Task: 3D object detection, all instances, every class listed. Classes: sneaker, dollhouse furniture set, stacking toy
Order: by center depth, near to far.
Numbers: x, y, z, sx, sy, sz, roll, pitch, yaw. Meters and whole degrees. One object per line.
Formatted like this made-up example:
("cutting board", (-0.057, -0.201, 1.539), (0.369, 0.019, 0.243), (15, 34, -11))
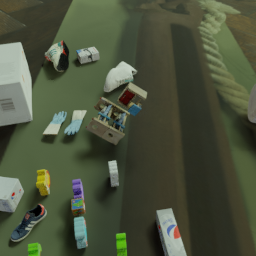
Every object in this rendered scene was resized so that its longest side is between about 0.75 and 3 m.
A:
("sneaker", (-2.478, 2.284, 6.884), (0.386, 0.435, 1.031), (24, 49, 23))
("stacking toy", (-1.217, 2.123, 6.969), (2.165, 0.675, 2.871), (-7, 46, -5))
("dollhouse furniture set", (-0.373, -0.544, 8.761), (1.134, 1.618, 1.140), (29, 42, -15))
("sneaker", (-0.251, -2.023, 11.317), (0.878, 0.746, 1.983), (26, 47, 9))
("sneaker", (-3.228, -3.103, 12.538), (0.973, 0.733, 2.081), (-17, 46, 11))

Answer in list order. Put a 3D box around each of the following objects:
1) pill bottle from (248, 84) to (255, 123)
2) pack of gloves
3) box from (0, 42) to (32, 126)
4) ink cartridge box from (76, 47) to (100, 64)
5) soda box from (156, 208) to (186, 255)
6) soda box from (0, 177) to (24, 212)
("pill bottle", (5.480, -0.714, 9.335), (2.515, 1.422, 1.422), (9, 44, 8))
("pack of gloves", (-2.122, -0.119, 9.652), (1.151, 0.270, 1.370), (-1, 37, 10))
("box", (-4.325, -1.633, 10.104), (1.332, 1.700, 2.733), (-10, 44, -11))
("ink cartridge box", (-1.848, -3.363, 12.910), (0.904, 0.381, 0.654), (-18, 46, -18))
("soda box", (0.991, 2.564, 6.593), (0.398, 0.428, 1.255), (-6, 43, -7))
("soda box", (-3.873, 1.660, 7.402), (1.982, 0.631, 0.675), (6, 44, 7))
